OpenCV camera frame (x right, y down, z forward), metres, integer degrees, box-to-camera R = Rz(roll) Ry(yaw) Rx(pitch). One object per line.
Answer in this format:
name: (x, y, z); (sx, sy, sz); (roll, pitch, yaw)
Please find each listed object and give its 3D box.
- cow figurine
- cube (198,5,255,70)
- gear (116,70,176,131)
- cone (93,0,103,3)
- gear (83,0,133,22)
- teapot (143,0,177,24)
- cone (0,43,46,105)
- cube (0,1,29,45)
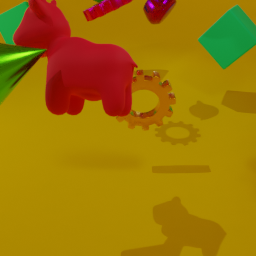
cow figurine: (-0.616, -0.891, 3.392); (1.513, 1.488, 0.830); (2, 3, 14)
cube: (3.035, -2.693, 8.286); (1.200, 1.200, 1.200); (48, 40, -2)
gear: (0.304, -0.536, 5.707); (1.289, 1.289, 0.238); (0, 36, 0)
cone: (-0.871, -4.854, 8.951); (1.477, 1.477, 1.482); (1, 19, 1)
gear: (-0.363, -2.656, 5.989); (1.221, 0.226, 1.221); (-21, 26, 11)
teapot: (0.752, -3.164, 7.146); (0.726, 0.922, 1.482); (41, 21, -2)
cone: (-1.259, -0.593, 2.736); (1.008, 1.004, 1.004); (-30, 44, -24)
cube: (-3.270, -3.161, 9.033); (1.188, 1.188, 1.188); (-22, 12, 10)
